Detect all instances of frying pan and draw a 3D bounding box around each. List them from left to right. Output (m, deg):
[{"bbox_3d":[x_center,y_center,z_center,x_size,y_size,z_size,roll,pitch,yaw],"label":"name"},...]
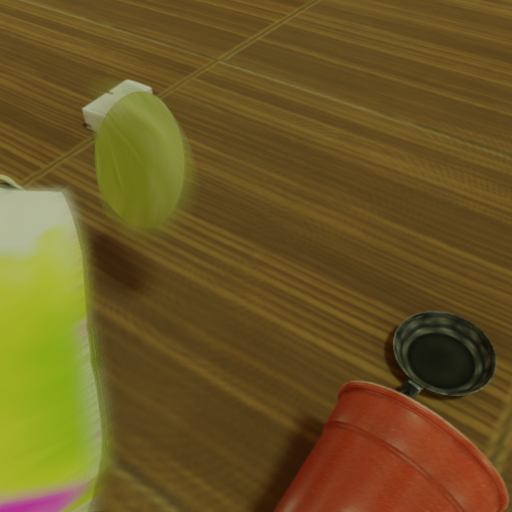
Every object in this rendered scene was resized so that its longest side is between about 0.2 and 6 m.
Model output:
[{"bbox_3d":[2.282,1.574,7.085,1.304,0.351,2.155,16,50,17],"label":"frying pan"}]

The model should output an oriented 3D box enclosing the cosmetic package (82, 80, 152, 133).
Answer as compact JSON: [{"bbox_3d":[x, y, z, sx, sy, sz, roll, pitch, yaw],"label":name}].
[{"bbox_3d":[-2.815,-3.043,11.504,0.698,0.508,1.373,22,48,21],"label":"cosmetic package"}]

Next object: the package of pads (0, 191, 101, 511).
[{"bbox_3d":[-3.571,0.998,6.239,3.372,1.488,4.364,-2,47,-24],"label":"package of pads"}]

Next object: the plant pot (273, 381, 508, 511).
[{"bbox_3d":[1.038,2.508,5.283,1.875,1.875,1.824,31,62,27],"label":"plant pot"}]

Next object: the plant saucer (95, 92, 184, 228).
[{"bbox_3d":[-1.459,-1.110,6.579,1.604,1.604,0.249,38,31,31],"label":"plant saucer"}]

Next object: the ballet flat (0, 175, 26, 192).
[{"bbox_3d":[-3.836,-0.758,9.030,2.035,0.634,0.686,29,87,22],"label":"ballet flat"}]
